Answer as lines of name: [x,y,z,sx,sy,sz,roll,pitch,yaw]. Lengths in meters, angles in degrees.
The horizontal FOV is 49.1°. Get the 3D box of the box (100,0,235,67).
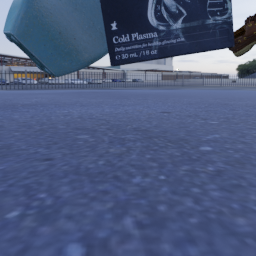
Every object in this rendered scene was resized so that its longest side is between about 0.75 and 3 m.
box: [0.630,-2.522,5.457,2.341,2.301,1.451,-9,12,1]

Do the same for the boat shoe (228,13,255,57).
boat shoe: [4.119,-3.236,9.041,0.812,0.866,2.406,32,-32,-13]

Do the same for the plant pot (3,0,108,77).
plant pot: [-1.843,-2.987,7.836,2.708,2.758,2.700,45,-9,-34]
